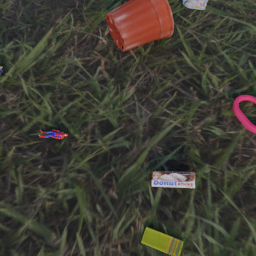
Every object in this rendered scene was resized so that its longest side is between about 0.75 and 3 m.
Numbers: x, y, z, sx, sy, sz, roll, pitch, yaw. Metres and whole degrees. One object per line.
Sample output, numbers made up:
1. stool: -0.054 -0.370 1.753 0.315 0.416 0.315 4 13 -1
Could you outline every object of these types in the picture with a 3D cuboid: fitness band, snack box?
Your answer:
1. fitness band: 5.099 -0.600 11.330 1.340 0.349 1.866 -23 60 -10
2. snack box: 1.564 1.782 9.687 1.472 0.179 0.529 -1 81 13

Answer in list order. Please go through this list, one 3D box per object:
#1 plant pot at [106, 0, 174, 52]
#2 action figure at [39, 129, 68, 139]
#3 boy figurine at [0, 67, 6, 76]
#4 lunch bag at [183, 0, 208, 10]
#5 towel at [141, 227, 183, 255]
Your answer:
1. plant pot: 0.438 -4.836 12.840 2.383 2.450 2.450 -28 63 -7
2. action figure: -2.873 0.246 10.849 1.082 0.280 0.354 4 56 -1
3. boy figurine: -5.860 -2.614 12.589 0.759 0.245 0.472 32 67 15
4. lunch bag: 3.620 -6.934 14.914 1.229 0.781 1.042 14 59 18
5. towel: 1.087 3.611 8.877 1.251 0.113 0.538 18 60 11
